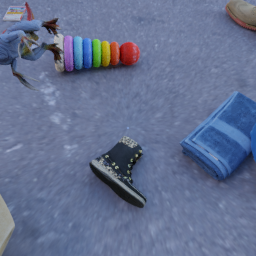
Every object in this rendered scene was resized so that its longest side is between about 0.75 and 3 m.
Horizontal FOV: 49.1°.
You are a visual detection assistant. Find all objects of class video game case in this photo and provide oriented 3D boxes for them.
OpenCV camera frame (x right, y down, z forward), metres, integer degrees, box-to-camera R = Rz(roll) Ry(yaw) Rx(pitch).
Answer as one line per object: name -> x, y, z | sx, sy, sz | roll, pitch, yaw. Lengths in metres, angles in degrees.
video game case -> -4.157, -4.213, 10.308 | 0.626, 0.076, 0.875 | 2, 53, 2

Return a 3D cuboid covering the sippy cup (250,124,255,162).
sippy cup -> 3.630, 0.297, 5.795 | 1.725, 1.848, 2.354 | -9, 53, -5

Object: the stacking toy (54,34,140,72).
stacking toy -> -0.884, -2.194, 8.339 | 2.498, 1.066, 1.066 | -1, 53, -10

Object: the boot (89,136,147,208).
boot -> 0.043, 0.899, 6.161 | 1.522, 0.550, 1.150 | 35, 58, 23

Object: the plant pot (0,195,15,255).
plant pot -> -2.978, 1.786, 4.422 | 1.868, 2.783, 2.783 | 27, 54, -9

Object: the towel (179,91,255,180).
towel -> 2.448, 0.120, 6.727 | 2.339, 0.568, 1.306 | -38, 62, -25

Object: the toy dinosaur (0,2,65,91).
toy dinosaur -> -2.203, -1.402, 5.254 | 2.088, 1.208, 2.301 | -25, 49, -39

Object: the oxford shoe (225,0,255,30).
oxford shoe -> 4.644, -3.845, 9.387 | 1.031, 1.095, 2.927 | -37, 61, -25
